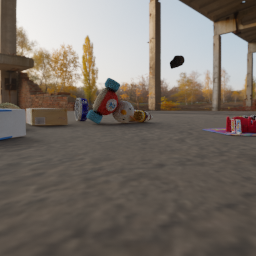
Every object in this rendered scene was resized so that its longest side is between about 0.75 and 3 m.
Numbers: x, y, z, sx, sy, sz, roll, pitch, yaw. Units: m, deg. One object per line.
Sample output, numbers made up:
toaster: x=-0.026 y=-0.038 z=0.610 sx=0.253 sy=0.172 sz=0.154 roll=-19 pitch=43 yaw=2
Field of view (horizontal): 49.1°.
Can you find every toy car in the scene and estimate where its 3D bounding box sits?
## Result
toy car: x=-0.511 y=-0.989 z=14.551 sx=2.477 sy=2.283 sz=2.191 roll=28 pitch=2 yaw=-6

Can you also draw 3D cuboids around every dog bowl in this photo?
dog bowl: x=-2.778 y=-1.095 z=16.710 sx=0.533 sy=1.354 sz=1.354 roll=1 pitch=4 yaw=-22

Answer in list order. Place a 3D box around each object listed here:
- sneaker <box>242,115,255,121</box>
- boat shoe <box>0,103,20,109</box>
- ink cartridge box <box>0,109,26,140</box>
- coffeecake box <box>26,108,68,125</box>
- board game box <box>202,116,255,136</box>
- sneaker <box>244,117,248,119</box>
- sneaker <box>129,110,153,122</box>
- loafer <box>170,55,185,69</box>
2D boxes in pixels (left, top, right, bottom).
sneaker: x=6.937 y=-0.469 z=15.741 sx=0.977 sy=0.393 sz=0.422 roll=-3 pitch=22 yaw=-4
boat shoe: x=-4.674 y=-0.289 z=10.252 sx=0.939 sy=1.037 sz=2.909 roll=37 pitch=10 yaw=10
ink cartridge box: x=-4.171 y=-0.135 z=7.919 sx=1.983 sy=0.835 sz=1.434 roll=1 pitch=5 yaw=13
coffeecake box: x=-4.048 y=-0.582 z=13.813 sx=1.648 sy=0.785 sz=2.148 roll=-2 pitch=5 yaw=-26
board game box: x=4.081 y=-0.142 z=9.752 sx=2.312 sy=0.570 sz=2.926 roll=-1 pitch=5 yaw=-10
sneaker: x=4.886 y=-0.206 z=11.896 sx=0.525 sy=0.454 sz=1.162 roll=-11 pitch=-6 yaw=38
sneaker: x=0.548 y=-0.662 z=15.916 sx=0.929 sy=0.773 sz=2.062 roll=7 pitch=6 yaw=-33
loafer: x=2.572 y=-3.396 z=14.225 sx=0.533 sy=0.548 sz=1.502 roll=-14 pitch=6 yaw=-10
